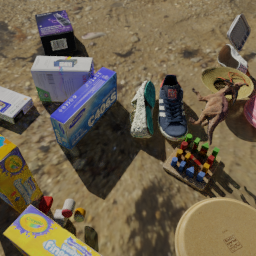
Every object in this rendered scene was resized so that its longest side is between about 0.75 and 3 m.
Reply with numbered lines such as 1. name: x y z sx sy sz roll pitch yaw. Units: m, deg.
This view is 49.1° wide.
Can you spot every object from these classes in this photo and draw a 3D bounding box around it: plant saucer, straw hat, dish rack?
1. plant saucer: 5.572 -0.623 10.118 2.519 0.639 2.519 0 42 0
2. straw hat: 3.724 -1.464 10.883 2.091 0.885 2.091 5 47 -5
3. dish rack: 3.552 -3.063 9.047 0.225 1.033 0.886 30 90 43

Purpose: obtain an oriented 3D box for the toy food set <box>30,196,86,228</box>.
1. toy food set: -2.083 2.407 7.467 1.781 0.850 0.801 2 34 5

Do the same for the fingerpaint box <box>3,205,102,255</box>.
1. fingerpaint box: -1.429 3.040 6.318 2.337 1.950 0.857 27 54 20

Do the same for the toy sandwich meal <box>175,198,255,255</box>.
1. toy sandwich meal: 2.591 3.094 6.986 2.934 1.005 2.934 -2 47 2

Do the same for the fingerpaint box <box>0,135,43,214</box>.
1. fingerpaint box: -3.650 1.043 7.670 2.071 2.483 0.911 28 56 21

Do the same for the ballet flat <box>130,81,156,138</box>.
1. ballet flat: 0.477 -0.735 10.319 0.957 0.957 2.666 5 49 4

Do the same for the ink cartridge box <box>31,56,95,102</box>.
1. ink cartridge box: -2.374 -1.838 10.740 2.164 1.572 0.947 3 49 2

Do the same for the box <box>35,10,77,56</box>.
1. box: -3.461 -4.568 13.391 1.557 1.098 2.104 -16 52 -12

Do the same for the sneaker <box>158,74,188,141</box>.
1. sneaker: 1.589 -0.851 10.145 1.048 1.181 2.795 -3 49 -2

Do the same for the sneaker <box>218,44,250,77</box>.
1. sneaker: 4.652 -2.841 12.297 0.965 0.829 2.278 25 37 -22

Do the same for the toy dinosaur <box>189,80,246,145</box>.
1. toy dinosaur: 2.606 -0.607 8.033 1.411 0.894 2.082 -13 52 40

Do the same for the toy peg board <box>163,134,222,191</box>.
1. toy peg board: 2.094 0.963 8.919 1.435 0.702 1.429 28 55 23

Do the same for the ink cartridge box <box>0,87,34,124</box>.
1. ink cartridge box: -4.985 -1.034 10.809 2.438 0.452 1.154 21 53 14

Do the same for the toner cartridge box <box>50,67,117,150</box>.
1. toner cartridge box: -1.431 -0.752 9.929 0.639 1.406 2.961 25 54 20
